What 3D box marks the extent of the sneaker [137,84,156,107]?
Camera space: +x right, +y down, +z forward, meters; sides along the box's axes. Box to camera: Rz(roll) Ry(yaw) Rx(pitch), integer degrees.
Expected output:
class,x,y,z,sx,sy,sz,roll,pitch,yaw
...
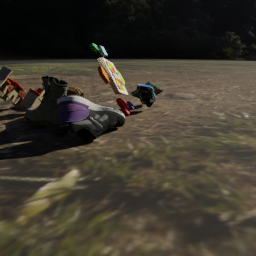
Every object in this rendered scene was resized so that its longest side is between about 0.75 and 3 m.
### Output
class,x,y,z,sx,sy,sz,roll,pitch,yaw
sneaker,0.700,-1.214,10.633,0.518,0.605,1.461,14,-15,26

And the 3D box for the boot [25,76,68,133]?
class,x,y,z,sx,sy,sz,roll,pitch,yaw
boot,-2.501,-0.863,8.792,0.835,1.611,2.466,-12,19,-41

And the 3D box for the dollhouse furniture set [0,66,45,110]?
class,x,y,z,sx,sy,sz,roll,pitch,yaw
dollhouse furniture set,-4.198,-1.591,10.640,2.220,1.156,2.244,29,-14,4

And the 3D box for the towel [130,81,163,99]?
class,x,y,z,sx,sy,sz,roll,pitch,yaw
towel,0.806,-1.495,11.655,0.986,0.146,1.344,-30,-21,25

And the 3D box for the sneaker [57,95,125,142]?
class,x,y,z,sx,sy,sz,roll,pitch,yaw
sneaker,-1.006,-0.085,7.985,0.934,1.080,2.467,-15,-18,36

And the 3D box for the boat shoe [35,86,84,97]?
class,x,y,z,sx,sy,sz,roll,pitch,yaw
boat shoe,-2.989,-1.285,11.726,2.393,0.861,0.814,1,13,29

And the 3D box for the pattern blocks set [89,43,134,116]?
class,x,y,z,sx,sy,sz,roll,pitch,yaw
pattern blocks set,-0.549,-1.954,10.843,0.235,2.902,2.551,-28,9,15
